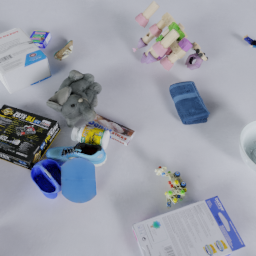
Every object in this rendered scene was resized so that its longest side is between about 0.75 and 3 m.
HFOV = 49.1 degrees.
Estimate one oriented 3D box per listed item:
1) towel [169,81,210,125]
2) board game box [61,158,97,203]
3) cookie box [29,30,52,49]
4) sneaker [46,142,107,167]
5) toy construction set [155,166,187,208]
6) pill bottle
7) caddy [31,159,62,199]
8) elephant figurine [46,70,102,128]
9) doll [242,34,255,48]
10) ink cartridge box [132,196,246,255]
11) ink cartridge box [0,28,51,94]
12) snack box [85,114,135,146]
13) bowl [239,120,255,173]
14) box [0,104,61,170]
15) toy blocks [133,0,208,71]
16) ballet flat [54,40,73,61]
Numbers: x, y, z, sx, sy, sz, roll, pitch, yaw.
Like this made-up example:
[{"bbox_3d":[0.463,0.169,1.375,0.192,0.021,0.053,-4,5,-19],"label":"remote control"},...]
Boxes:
[{"bbox_3d":[2.579,-1.132,12.001,1.215,0.528,2.176,-10,54,-5],"label":"towel"},{"bbox_3d":[-1.707,1.790,9.510,1.209,0.298,1.531,5,66,-28],"label":"board game box"},{"bbox_3d":[-4.738,-4.745,14.984,0.923,0.405,1.079,6,51,7],"label":"cookie box"},{"bbox_3d":[-1.890,0.825,10.181,2.197,0.988,0.861,-2,52,-1],"label":"sneaker"},{"bbox_3d":[1.476,1.940,9.572,0.933,0.656,1.423,-17,64,-12],"label":"toy construction set"},{"bbox_3d":[-1.438,0.336,10.722,1.341,0.756,0.756,12,52,9],"label":"pill bottle"},{"bbox_3d":[-2.684,1.723,9.626,1.013,0.752,1.433,-36,60,-26],"label":"caddy"},{"bbox_3d":[-2.171,-0.927,10.956,1.925,2.111,2.721,22,43,-9],"label":"elephant figurine"},{"bbox_3d":[6.672,-4.486,14.851,0.836,0.297,1.225,-33,65,-32],"label":"doll"},{"bbox_3d":[1.784,3.316,8.461,2.919,0.613,1.742,-17,54,-9],"label":"ink cartridge box"},{"bbox_3d":[-5.330,-3.258,13.264,2.141,1.236,2.932,-30,57,-22],"label":"ink cartridge box"},{"bbox_3d":[-0.724,0.039,11.286,1.949,0.237,0.701,24,55,18],"label":"snack box"},{"bbox_3d":[5.054,0.911,10.061,2.393,1.075,2.393,0,52,0],"label":"bowl"},{"bbox_3d":[-4.277,0.291,10.831,2.596,0.641,2.073,16,52,13],"label":"box"},{"bbox_3d":[1.624,-3.795,13.463,2.983,2.511,2.788,15,42,-46],"label":"toy blocks"},{"bbox_3d":[-3.177,-3.937,14.376,0.501,0.542,1.536,38,60,-4],"label":"ballet flat"}]
